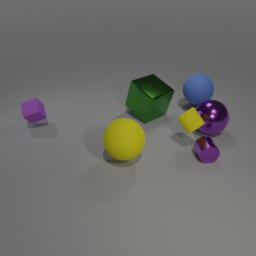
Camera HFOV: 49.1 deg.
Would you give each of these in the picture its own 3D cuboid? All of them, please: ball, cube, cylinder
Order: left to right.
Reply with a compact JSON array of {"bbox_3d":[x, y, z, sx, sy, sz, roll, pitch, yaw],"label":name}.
[{"bbox_3d":[-3.872,-0.709,11.508,0.700,0.700,0.700,-22,66,4],"label":"cube"},{"bbox_3d":[-0.129,0.372,9.305,1.400,1.400,1.400,0,30,0],"label":"ball"},{"bbox_3d":[0.930,-1.318,12.357,1.400,1.400,1.400,-24,55,-35],"label":"cube"},{"bbox_3d":[2.235,-0.262,9.962,0.700,0.700,0.700,-29,82,-40],"label":"cylinder"},{"bbox_3d":[3.227,-1.776,12.876,1.400,1.400,1.400,0,30,0],"label":"ball"},{"bbox_3d":[2.750,0.752,9.797,0.700,0.700,0.700,-3,30,-5],"label":"cylinder"},{"bbox_3d":[3.293,-0.429,11.150,1.400,1.400,1.400,0,30,0],"label":"ball"}]
